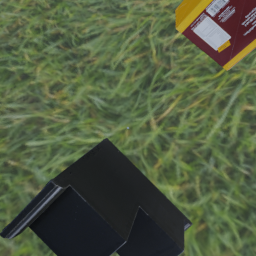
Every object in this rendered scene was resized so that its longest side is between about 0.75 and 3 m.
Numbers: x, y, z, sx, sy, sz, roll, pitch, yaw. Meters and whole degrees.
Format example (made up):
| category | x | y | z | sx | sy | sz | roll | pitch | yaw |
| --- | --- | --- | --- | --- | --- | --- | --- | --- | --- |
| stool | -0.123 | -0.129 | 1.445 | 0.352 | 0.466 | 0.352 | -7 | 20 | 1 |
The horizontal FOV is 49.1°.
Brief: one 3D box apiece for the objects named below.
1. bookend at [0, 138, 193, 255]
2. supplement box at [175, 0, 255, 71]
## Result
| category | x | y | z | sx | sy | sz | roll | pitch | yaw |
| --- | --- | --- | --- | --- | --- | --- | --- | --- | --- |
| bookend | -0.117 | 1.049 | 2.974 | 1.601 | 1.591 | 0.737 | 45 | 105 | 0 |
| supplement box | 1.521 | -1.737 | 4.262 | 1.137 | 1.121 | 0.755 | 31 | 40 | -20 |
